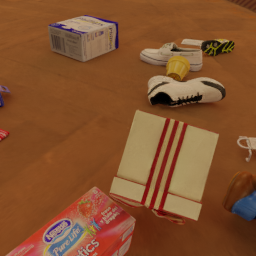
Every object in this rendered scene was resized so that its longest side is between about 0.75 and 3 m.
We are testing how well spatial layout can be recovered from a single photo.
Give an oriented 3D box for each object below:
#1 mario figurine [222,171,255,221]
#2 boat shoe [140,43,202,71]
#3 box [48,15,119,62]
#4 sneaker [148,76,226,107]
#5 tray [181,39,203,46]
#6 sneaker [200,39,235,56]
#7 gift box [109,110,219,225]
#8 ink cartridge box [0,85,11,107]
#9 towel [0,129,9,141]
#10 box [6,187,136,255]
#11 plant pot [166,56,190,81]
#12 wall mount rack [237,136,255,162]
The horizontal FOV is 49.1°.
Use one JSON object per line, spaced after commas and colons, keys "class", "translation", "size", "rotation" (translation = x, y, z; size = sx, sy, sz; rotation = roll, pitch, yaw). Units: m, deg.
{"class": "mario figurine", "translation": [2.915, 1.383, 3.911], "size": [1.731, 1.486, 2.804], "rotation": [-26, 41, -34]}
{"class": "boat shoe", "translation": [1.592, -2.752, 10.294], "size": [2.397, 0.800, 0.882], "rotation": [15, 38, 20]}
{"class": "box", "translation": [-1.758, -3.701, 11.369], "size": [1.943, 1.108, 2.113], "rotation": [26, 42, 30]}
{"class": "sneaker", "translation": [1.596, -0.899, 7.855], "size": [2.187, 0.806, 0.875], "rotation": [3, 47, 14]}
{"class": "tray", "translation": [2.903, -3.790, 12.365], "size": [1.012, 0.112, 0.543], "rotation": [12, 38, 16]}
{"class": "sneaker", "translation": [3.509, -3.281, 11.318], "size": [1.632, 0.615, 0.623], "rotation": [-6, 27, -27]}
{"class": "gift box", "translation": [0.543, 0.629, 4.266], "size": [1.349, 1.366, 1.462], "rotation": [17, -6, 10]}
{"class": "ink cartridge box", "translation": [-4.345, -0.974, 7.854], "size": [1.875, 0.716, 1.279], "rotation": [-23, 41, -26]}
{"class": "towel", "translation": [-3.652, 0.324, 6.519], "size": [1.017, 0.158, 1.406], "rotation": [18, 39, 23]}
{"class": "box", "translation": [-0.797, 1.769, 3.773], "size": [0.838, 0.909, 1.771], "rotation": [33, 47, 27]}
{"class": "plant pot", "translation": [1.583, -1.844, 9.150], "size": [0.757, 0.757, 0.712], "rotation": [12, 53, 16]}
{"class": "wall mount rack", "translation": [2.937, 0.386, 6.265], "size": [1.071, 0.399, 0.931], "rotation": [5, 39, 7]}
